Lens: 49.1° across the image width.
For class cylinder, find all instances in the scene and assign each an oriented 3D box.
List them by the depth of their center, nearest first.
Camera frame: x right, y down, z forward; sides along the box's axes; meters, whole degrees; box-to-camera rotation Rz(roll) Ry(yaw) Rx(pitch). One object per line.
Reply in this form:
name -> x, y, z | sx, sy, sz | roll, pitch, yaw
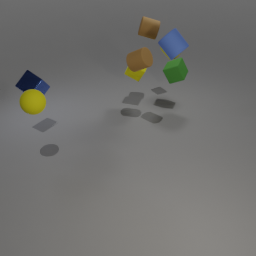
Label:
cylinder -> 1.422, -2.621, 8.775 | 0.700, 0.700, 0.700 | -39, 5, 4
cylinder -> 0.414, -2.419, 9.928 | 0.700, 0.700, 0.700 | -11, 20, 38
cylinder -> 0.807, -3.841, 10.771 | 0.700, 0.700, 0.700 | 14, 31, -7
cylinder -> 1.899, -3.500, 12.371 | 0.700, 0.700, 0.700 | -19, 61, -28

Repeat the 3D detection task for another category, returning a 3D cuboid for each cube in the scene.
cube -> -3.274, -1.440, 9.666 | 0.700, 0.700, 0.700 | 33, 84, 13
cube -> 1.971, -2.364, 11.574 | 0.700, 0.700, 0.700 | -10, 36, 37
cube -> 0.373, -2.545, 11.844 | 0.700, 0.700, 0.700 | 27, 56, -9

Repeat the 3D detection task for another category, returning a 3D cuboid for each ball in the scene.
ball -> -2.621, -0.716, 7.724 | 0.700, 0.700, 0.700 | 0, 31, 0
